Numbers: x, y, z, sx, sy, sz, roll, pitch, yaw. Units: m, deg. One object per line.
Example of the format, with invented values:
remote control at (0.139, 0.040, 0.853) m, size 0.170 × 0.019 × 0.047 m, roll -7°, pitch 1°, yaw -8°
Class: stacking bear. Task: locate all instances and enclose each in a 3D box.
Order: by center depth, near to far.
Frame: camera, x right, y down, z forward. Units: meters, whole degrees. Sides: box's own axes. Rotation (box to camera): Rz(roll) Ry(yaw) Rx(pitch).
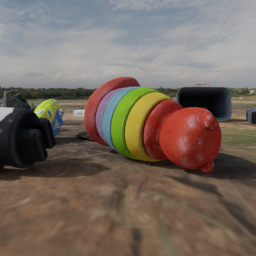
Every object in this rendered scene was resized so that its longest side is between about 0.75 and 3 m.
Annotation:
stacking bear at (0.519, -0.029, 5.506) m, size 1.586 × 1.693 × 2.788 m, roll -12°, pitch 20°, yaw -40°

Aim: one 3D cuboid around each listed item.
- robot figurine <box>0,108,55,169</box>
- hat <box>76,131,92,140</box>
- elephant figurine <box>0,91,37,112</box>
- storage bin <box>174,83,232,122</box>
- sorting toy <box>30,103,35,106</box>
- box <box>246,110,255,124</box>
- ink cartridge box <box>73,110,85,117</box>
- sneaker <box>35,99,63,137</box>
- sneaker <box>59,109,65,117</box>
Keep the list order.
robot figurine at (-2.248, 0.158, 5.003) m, size 1.770 × 1.105 × 1.330 m, roll 2°, pitch -5°, yaw 11°
hat at (-0.489, -0.173, 8.544) m, size 2.201 × 0.888 × 2.201 m, roll -1°, pitch 7°, yaw 0°
elephant figurine at (-3.811, -0.616, 9.932) m, size 1.376 × 1.255 × 1.774 m, roll -16°, pitch 6°, yaw 29°
storage bin at (3.347, -1.145, 13.434) m, size 2.536 × 1.845 × 1.703 m, roll -1°, pitch -3°, yaw -7°
sorting toy at (-4.418, -0.852, 14.059) m, size 1.234 × 0.182 × 0.912 m, roll 41°, pitch -5°, yaw -20°
box at (5.880, -0.505, 12.444) m, size 0.991 × 0.554 × 1.404 m, roll -1°, pitch 7°, yaw 14°
ink cartridge box at (-2.473, -0.799, 15.375) m, size 0.853 × 0.356 × 0.619 m, roll 4°, pitch 8°, yaw 28°
sneaker at (-2.450, 0.052, 7.775) m, size 0.728 × 1.010 × 1.923 m, roll 0°, pitch 36°, yaw 40°
sneaker at (-3.139, -0.443, 11.791) m, size 1.054 × 0.607 × 0.398 m, roll -9°, pitch -38°, yaw 40°
